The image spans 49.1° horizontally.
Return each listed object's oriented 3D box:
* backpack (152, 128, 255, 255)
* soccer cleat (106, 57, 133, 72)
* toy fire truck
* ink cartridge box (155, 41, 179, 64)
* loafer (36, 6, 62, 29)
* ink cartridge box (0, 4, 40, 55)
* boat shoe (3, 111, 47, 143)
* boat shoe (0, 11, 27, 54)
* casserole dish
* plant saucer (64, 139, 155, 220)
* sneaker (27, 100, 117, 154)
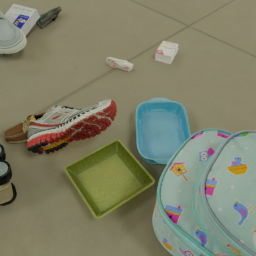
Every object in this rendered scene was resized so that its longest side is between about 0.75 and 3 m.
[{"bbox_3d":[1.828,1.299,4.597,2.792,2.140,2.454,24,59,26],"label":"backpack"},{"bbox_3d":[-0.255,-1.991,8.662,0.869,0.301,0.337,23,47,10],"label":"soccer cleat"},{"bbox_3d":[-3.415,1.034,5.562,1.963,1.263,1.728,-17,51,-27],"label":"toy fire truck"},{"bbox_3d":[1.283,-2.508,9.078,0.543,0.315,0.932,18,51,15],"label":"ink cartridge box"},{"bbox_3d":[-2.964,-4.154,10.540,0.488,0.427,1.359,-2,36,41],"label":"loafer"},{"bbox_3d":[-4.009,-3.294,9.533,1.032,0.404,2.180,19,65,16],"label":"ink cartridge box"},{"bbox_3d":[-2.317,-0.098,6.822,1.424,0.526,0.539,-21,52,-17],"label":"boat shoe"},{"bbox_3d":[-4.412,-3.348,8.832,2.917,1.039,1.018,36,73,22],"label":"boat shoe"},{"bbox_3d":[0.817,0.100,6.720,1.258,0.403,2.078,-1,49,1],"label":"casserole dish"},{"bbox_3d":[-0.395,1.075,5.920,1.418,0.340,1.416,-28,54,-22],"label":"plant saucer"},{"bbox_3d":[-1.288,-0.191,6.063,2.188,0.852,0.899,-19,66,12],"label":"sneaker"}]
